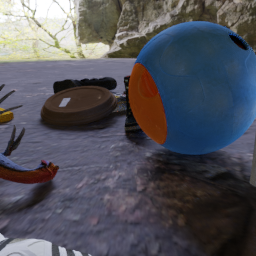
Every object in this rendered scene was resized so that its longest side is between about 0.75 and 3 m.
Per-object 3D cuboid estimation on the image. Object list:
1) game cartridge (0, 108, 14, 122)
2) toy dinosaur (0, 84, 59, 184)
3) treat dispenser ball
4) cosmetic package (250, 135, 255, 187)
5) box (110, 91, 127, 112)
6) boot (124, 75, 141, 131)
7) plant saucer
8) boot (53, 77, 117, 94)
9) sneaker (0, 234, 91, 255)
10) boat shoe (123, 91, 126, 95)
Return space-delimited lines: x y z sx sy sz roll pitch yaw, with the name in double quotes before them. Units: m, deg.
"game cartridge" -4.888 -0.381 8.924 1.959 0.318 1.727 17 23 38
"toy dinosaur" -2.668 0.600 5.075 2.619 2.886 1.515 36 -4 22
"treat dispenser ball" 1.398 -0.820 6.043 2.775 2.775 2.775 0 17 0
"cosmetic package" 3.101 0.157 4.266 1.579 1.913 1.577 -8 19 -25
"box" -1.105 -1.029 10.623 1.649 0.503 2.083 -12 20 -36
"boot" 0.157 -0.777 8.047 0.687 1.437 1.903 -9 15 14
"plant saucer" -1.628 -0.834 9.278 2.582 0.380 2.582 -5 30 3
"boot" -1.666 -1.837 12.857 2.783 0.913 2.293 -8 20 -38
"sneaker" -0.766 1.479 1.481 1.530 1.004 2.659 0 15 7
"boat shoe" 0.010 -1.360 11.744 0.494 0.493 1.370 -8 19 -25
